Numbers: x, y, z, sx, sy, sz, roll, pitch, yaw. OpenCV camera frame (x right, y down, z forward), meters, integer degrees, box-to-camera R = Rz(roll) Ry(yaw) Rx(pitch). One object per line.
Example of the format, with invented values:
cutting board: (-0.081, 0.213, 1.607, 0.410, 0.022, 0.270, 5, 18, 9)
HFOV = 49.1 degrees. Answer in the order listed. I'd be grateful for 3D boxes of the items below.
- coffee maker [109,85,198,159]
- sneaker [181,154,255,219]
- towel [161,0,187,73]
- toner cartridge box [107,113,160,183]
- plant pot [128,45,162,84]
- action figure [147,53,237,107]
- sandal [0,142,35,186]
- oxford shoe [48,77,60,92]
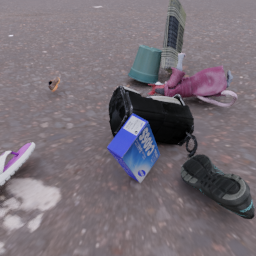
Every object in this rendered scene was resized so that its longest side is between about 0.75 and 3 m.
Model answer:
coffee maker: (0.607, -0.197, 6.900, 1.858, 1.252, 1.785, 5, 25, -28)
sneaker: (1.712, 1.159, 5.580, 0.734, 0.772, 1.947, -42, 23, -3)
towel: (1.759, -3.472, 10.897, 0.459, 2.560, 2.659, 8, 10, 19)
toner cartridge box: (0.183, 0.477, 5.629, 0.370, 1.712, 0.813, 32, 77, 25)
plant pot: (0.740, -2.490, 10.839, 1.246, 1.220, 1.246, 13, 24, -6)
action figure: (1.972, -1.271, 9.360, 2.643, 1.770, 1.968, -10, 64, 2)
sandal: (-2.687, 0.851, 5.793, 0.860, 0.520, 2.114, -26, 20, 35)
oxford shoe: (-2.649, -1.633, 9.990, 0.292, 0.299, 0.820, -33, 34, 21)
